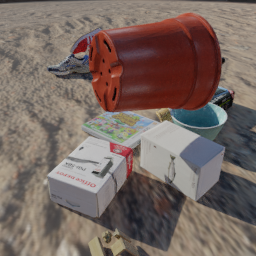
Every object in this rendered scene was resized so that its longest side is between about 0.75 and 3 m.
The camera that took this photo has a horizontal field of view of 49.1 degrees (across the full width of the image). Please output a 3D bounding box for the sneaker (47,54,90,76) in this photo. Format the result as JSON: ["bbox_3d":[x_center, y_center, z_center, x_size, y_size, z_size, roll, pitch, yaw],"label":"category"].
[{"bbox_3d":[-3.278,-3.630,15.669,2.484,1.058,0.957,-11,33,-16],"label":"sneaker"}]

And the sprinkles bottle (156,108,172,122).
[{"bbox_3d":[1.974,-0.834,10.738,1.806,0.616,0.616,-33,34,3],"label":"sprinkles bottle"}]

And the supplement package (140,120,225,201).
[{"bbox_3d":[1.497,0.854,8.083,1.228,1.224,2.093,-27,40,-36],"label":"supplement package"}]

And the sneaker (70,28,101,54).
[{"bbox_3d":[-1.344,-3.142,10.938,1.042,0.660,1.853,46,54,-3],"label":"sneaker"}]

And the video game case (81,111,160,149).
[{"bbox_3d":[-0.231,-0.052,10.520,2.280,0.251,2.075,23,38,33],"label":"video game case"}]

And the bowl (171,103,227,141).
[{"bbox_3d":[2.421,-0.098,9.855,1.909,0.998,1.909,0,32,0],"label":"bowl"}]

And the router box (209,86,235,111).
[{"bbox_3d":[3.179,-1.177,11.930,1.733,0.718,2.312,27,40,37],"label":"router box"}]

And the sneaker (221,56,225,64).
[{"bbox_3d":[2.197,-1.572,8.330,1.533,0.690,0.536,-21,-3,6],"label":"sneaker"}]

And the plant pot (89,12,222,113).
[{"bbox_3d":[0.514,-1.586,7.358,2.611,2.685,2.685,-11,33,-25],"label":"plant pot"}]

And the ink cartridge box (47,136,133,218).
[{"bbox_3d":[-0.963,1.243,7.767,1.534,0.866,2.090,14,33,20],"label":"ink cartridge box"}]

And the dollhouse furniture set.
[{"bbox_3d":[-0.302,2.676,6.124,0.766,0.624,0.728,-40,37,2],"label":"dollhouse furniture set"}]
